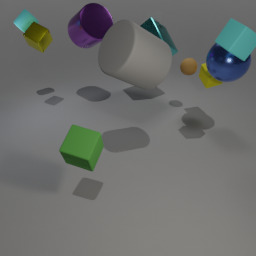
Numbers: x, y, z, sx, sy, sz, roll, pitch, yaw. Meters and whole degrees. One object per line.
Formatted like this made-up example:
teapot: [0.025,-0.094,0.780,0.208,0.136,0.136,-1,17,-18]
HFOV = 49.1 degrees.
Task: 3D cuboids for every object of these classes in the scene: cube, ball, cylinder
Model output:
cube: [2.900,-2.331,7.401,0.700,0.700,0.700,16,30,-32]
ball: [3.280,-2.212,9.180,1.400,1.400,1.400,0,31,0]
cylinder: [-1.516,-4.030,11.166,1.400,1.400,1.400,-20,11,-30]
cylinder: [0.185,-1.853,7.280,1.400,1.400,1.400,14,15,-43]
cube: [3.249,-2.077,10.841,0.700,0.700,0.700,-17,60,-7]
ball: [2.497,-2.515,11.500,0.700,0.700,0.700,0,31,0]
cube: [-1.022,0.457,6.319,0.700,0.700,0.700,16,62,11]
cube: [-3.406,-3.438,10.637,0.700,0.700,0.700,29,75,7]
cube: [1.061,-3.627,12.192,1.400,1.400,1.400,1,61,-57]
cylinder: [-4.090,-4.267,11.264,0.700,0.700,0.700,-46,36,7]
